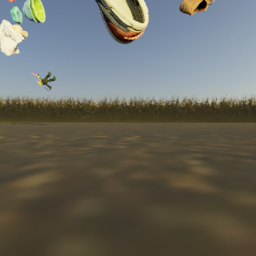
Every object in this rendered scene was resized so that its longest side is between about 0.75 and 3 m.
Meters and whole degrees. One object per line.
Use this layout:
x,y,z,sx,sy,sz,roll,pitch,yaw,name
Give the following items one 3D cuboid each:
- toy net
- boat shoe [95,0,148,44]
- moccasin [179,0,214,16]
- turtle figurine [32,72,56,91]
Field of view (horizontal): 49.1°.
-3.019,-3.094,7.815,0.499,2.583,1.355,-6,-40,9,toy net
-0.411,-2.559,4.605,0.849,2.385,0.746,-31,7,-14,boat shoe
2.335,-3.989,8.954,1.619,0.625,0.592,-34,-20,-39,moccasin
-3.214,-1.856,10.791,0.786,0.974,0.314,-24,29,29,turtle figurine
